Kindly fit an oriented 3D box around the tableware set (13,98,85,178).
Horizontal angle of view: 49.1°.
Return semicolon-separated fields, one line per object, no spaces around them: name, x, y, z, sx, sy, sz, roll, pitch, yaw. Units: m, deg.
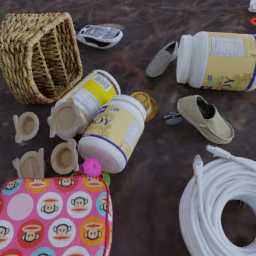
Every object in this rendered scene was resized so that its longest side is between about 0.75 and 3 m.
tableware set;-2.175;0.394;7.457;2.445;0.284;2.043;-16;74;21

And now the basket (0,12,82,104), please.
basket;-2.583;-1.965;8.619;1.956;2.625;1.874;0;53;0

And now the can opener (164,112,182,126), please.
can opener;1.827;-0.395;8.948;1.388;0.370;0.464;-12;87;-9

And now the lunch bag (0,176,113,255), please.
lunch bag;-1.707;2.347;6.318;2.726;1.117;2.401;0;54;-1

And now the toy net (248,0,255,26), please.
toy net;5.712;-4.729;12.085;1.353;0.498;2.580;-8;52;-3

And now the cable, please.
cable;2.547;2.099;6.292;2.879;0.997;2.880;18;65;1

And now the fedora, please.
fedora;0.317;-0.760;9.032;1.313;0.535;1.313;0;53;0

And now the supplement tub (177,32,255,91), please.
supplement tub;2.986;-2.200;9.289;2.528;1.838;1.838;4;53;3

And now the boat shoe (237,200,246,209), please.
boat shoe;2.913;1.719;7.334;0.280;0.280;0.795;15;46;4

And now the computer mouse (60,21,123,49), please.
computer mouse;-1.528;-3.615;11.176;2.793;0.613;1.532;17;50;19

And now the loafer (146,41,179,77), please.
loafer;1.271;-2.567;10.314;0.649;0.648;1.857;28;58;19

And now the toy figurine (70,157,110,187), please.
toy figurine;-1.059;1.146;7.281;1.129;1.039;0.847;6;52;5

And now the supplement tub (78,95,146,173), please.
supplement tub;-0.378;0.133;7.822;1.383;1.383;1.902;19;55;14

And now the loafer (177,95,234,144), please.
loafer;2.353;-0.233;8.090;2.042;0.697;0.773;32;60;-15

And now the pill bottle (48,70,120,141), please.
pill bottle;-1.330;-0.683;8.529;1.234;1.234;2.259;30;59;21
